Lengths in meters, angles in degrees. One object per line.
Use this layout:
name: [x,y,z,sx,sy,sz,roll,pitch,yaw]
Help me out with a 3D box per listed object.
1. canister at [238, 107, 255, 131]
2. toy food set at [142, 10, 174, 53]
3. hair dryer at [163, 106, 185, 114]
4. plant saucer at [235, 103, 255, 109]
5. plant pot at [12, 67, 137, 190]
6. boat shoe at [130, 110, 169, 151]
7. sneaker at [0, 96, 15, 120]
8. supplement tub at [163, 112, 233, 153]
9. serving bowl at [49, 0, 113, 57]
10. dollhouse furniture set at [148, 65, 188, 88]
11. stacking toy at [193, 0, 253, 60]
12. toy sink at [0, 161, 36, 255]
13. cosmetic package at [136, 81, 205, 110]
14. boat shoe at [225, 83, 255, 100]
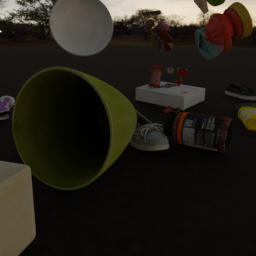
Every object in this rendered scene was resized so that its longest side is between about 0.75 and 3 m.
canister: [4.650,-0.344,10.310,0.913,0.532,1.229,3,22,8]
toy food set: [1.036,-3.110,9.340,1.044,1.643,0.259,12,61,41]
hair dryer: [1.880,-0.729,11.716,0.944,0.256,0.719,-6,23,-14]
plant saucer: [5.268,-0.848,11.426,1.688,0.303,1.688,-3,0,0]
plant pot: [-0.907,-0.142,7.325,2.693,2.693,2.878,10,12,24]
boat shoe: [0.441,0.021,8.880,0.952,0.828,2.582,-8,22,-19]
sneaker: [-4.987,-0.750,11.395,1.014,0.645,1.779,12,30,14]
supplement tub: [2.077,0.066,8.486,1.950,1.043,1.043,12,23,28]
serving bowl: [-1.446,-3.111,8.704,1.917,1.917,0.631,-5,-1,-14]
dollhouse furniture set: [1.915,-2.411,13.382,1.758,0.946,0.715,7,21,3]
stacking toy: [1.871,-2.583,6.697,0.844,1.808,1.997,-28,-3,0]
toy sink: [-2.822,1.579,3.764,1.785,1.534,2.739,6,16,15]
cosmetic package: [2.023,-1.630,13.529,2.695,0.696,2.032,16,29,37]
boat shoe: [5.854,-1.886,14.207,0.701,0.665,2.006,-13,24,-30]
